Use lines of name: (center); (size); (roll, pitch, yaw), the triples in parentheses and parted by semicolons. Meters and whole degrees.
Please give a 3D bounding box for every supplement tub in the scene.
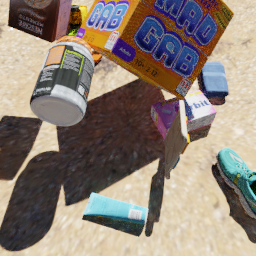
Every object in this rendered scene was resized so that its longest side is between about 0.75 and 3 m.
supplement tub: (-1.490, -1.162, 6.712); (1.235, 1.235, 2.016); (5, 58, 4)

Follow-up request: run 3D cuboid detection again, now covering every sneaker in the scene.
sneaker: (3.080, 1.292, 7.226); (0.805, 0.827, 2.076); (-19, 55, -14)

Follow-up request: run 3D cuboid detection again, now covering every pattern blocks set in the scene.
pattern blocks set: (-1.705, -3.198, 10.905); (2.448, 0.198, 2.152); (-17, 56, -12)

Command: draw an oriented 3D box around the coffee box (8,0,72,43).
coffee box: (-2.195, -3.661, 7.315); (1.363, 2.384, 0.950); (21, 33, 1)

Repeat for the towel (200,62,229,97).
towel: (2.970, -1.686, 9.697); (0.858, 0.373, 1.538); (3, 53, 2)

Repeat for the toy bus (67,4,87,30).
toy bus: (-2.322, -4.808, 11.740); (1.341, 0.910, 1.287); (11, 41, 11)

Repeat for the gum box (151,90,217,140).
gum box: (1.732, -0.448, 8.641); (1.794, 0.593, 1.018); (-18, 56, -13)

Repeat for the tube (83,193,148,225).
tube: (-0.291, 2.037, 6.986); (1.556, 0.392, 0.602); (10, 46, 12)

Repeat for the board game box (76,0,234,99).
board game box: (0.632, -2.882, 7.966); (2.697, 2.696, 2.698); (-60, 36, 8)

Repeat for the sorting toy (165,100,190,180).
sorting toy: (1.257, 0.316, 7.212); (0.292, 1.603, 1.483); (11, 40, -2)
